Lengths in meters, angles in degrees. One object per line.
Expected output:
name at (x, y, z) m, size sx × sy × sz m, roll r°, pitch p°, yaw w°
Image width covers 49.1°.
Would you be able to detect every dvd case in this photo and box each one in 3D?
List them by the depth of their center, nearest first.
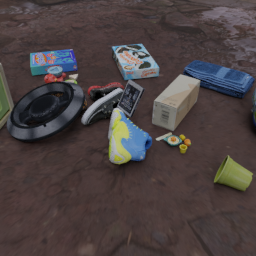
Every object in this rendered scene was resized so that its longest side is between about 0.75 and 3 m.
dvd case at (0.084, -0.933, 8.729) m, size 0.121 × 0.981 × 0.737 m, roll 8°, pitch 24°, yaw -44°

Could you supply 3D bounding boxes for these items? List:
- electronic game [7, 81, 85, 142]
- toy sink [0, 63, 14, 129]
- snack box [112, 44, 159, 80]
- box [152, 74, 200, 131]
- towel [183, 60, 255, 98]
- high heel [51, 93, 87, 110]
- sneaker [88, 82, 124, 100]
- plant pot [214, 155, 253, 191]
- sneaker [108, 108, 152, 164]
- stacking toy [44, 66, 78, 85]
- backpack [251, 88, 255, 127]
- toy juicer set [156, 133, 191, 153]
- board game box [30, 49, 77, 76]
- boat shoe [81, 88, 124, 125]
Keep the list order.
electronic game at (-2.732, -0.629, 9.314) m, size 2.744 × 0.571 × 2.744 m, roll -11°, pitch 45°, yaw 11°
toy sink at (-4.962, -0.512, 8.439) m, size 1.669 × 1.942 × 2.979 m, roll 7°, pitch 38°, yaw 8°
snack box at (0.272, -3.061, 12.759) m, size 1.534 × 0.490 × 2.640 m, roll -9°, pitch 40°, yaw -11°
box at (1.699, -0.934, 9.728) m, size 0.819 × 1.001 × 2.108 m, roll 22°, pitch 45°, yaw 24°
towel at (3.668, -2.103, 11.442) m, size 2.667 × 0.647 × 1.489 m, roll 24°, pitch 44°, yaw 27°
high heel at (-2.267, -0.990, 10.095) m, size 1.566 × 0.559 × 1.116 m, roll 1°, pitch 32°, yaw -13°
sneaker at (-0.788, -1.345, 10.619) m, size 1.419 × 0.501 × 0.693 m, roll -11°, pitch 40°, yaw -10°
plant pot at (2.766, 1.235, 7.275) m, size 0.746 × 0.812 × 0.812 m, roll 26°, pitch 45°, yaw 13°
sneaker at (0.047, 0.252, 8.450) m, size 1.234 × 0.890 × 2.350 m, roll 7°, pitch 38°, yaw -7°
stacking toy at (-2.736, -2.119, 11.492) m, size 1.312 × 0.612 × 1.449 m, roll -2°, pitch 39°, yaw -2°
backpack at (4.796, -0.511, 8.876) m, size 1.676 × 1.346 × 1.831 m, roll 11°, pitch 47°, yaw 14°
toy juicer set at (1.469, 0.333, 8.703) m, size 1.045 × 0.284 × 0.665 m, roll 27°, pitch 46°, yaw 30°
board game box at (-3.392, -3.015, 12.737) m, size 1.974 × 0.444 × 1.501 m, roll -10°, pitch 40°, yaw -13°
boat shoe at (-0.722, -0.689, 9.650) m, size 0.578 × 0.701 × 2.043 m, roll 39°, pitch 57°, yaw 15°
